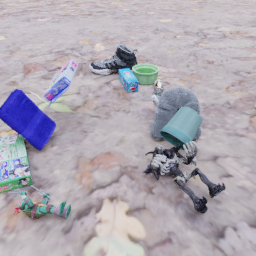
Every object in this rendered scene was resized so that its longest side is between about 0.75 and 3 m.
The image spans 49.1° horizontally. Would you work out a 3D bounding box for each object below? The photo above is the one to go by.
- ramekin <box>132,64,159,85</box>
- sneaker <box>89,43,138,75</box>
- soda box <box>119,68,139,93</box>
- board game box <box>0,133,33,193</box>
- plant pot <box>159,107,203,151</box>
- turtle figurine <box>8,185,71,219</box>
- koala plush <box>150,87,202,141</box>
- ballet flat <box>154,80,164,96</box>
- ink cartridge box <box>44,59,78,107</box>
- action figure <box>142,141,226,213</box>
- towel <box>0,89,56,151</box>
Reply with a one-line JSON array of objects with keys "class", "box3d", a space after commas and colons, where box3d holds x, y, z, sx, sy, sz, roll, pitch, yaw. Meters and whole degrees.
[{"class": "ramekin", "box3d": [0.909, -2.776, 14.549, 1.380, 0.674, 1.380, 0, 34, 0]}, {"class": "sneaker", "box3d": [-0.763, -3.757, 15.192, 2.790, 1.588, 1.053, 4, 34, 7]}, {"class": "soda box", "box3d": [0.009, -2.412, 14.111, 0.591, 0.559, 1.743, -9, 35, -13]}, {"class": "board game box", "box3d": [-4.135, 1.088, 9.041, 1.716, 0.371, 2.550, -13, 36, -18]}, {"class": "plant pot", "box3d": [1.768, -0.017, 8.982, 1.118, 1.118, 1.095, 28, 76, 35]}, {"class": "turtle figurine", "box3d": [-2.334, 2.014, 7.373, 1.522, 0.766, 1.139, 10, -6, 11]}, {"class": "koala plush", "box3d": [1.787, -0.791, 10.759, 1.898, 1.967, 2.140, 1, 22, 1]}, {"class": "ballet flat", "box3d": [1.524, -2.091, 13.707, 0.511, 0.511, 1.420, 1, 34, 2]}, {"class": "ink cartridge box", "box3d": [-2.537, -1.735, 10.543, 1.140, 0.401, 1.911, -32, 33, 28]}, {"class": "action figure", "box3d": [1.458, 1.090, 8.177, 1.629, 1.399, 2.741, -30, 45, -21]}, {"class": "towel", "box3d": [-3.369, -0.314, 9.597, 0.480, 1.939, 1.432, -25, 34, 29]}]
